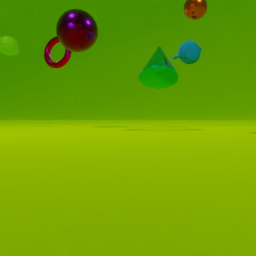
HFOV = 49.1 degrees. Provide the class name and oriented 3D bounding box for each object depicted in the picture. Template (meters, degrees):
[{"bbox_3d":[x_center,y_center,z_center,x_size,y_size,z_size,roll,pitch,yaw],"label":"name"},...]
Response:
[{"bbox_3d":[-2.807,-3.025,11.180,1.344,1.344,0.269,1,-6,25],"label":"ring"},{"bbox_3d":[-4.032,-2.815,9.390,0.697,0.549,1.120,-3,-20,21],"label":"teapot"},{"bbox_3d":[2.286,-2.817,10.500,1.373,0.854,0.672,-22,10,-16],"label":"teapot"},{"bbox_3d":[2.394,-4.279,9.954,0.833,0.833,0.833,0,2,0],"label":"ball"},{"bbox_3d":[1.012,-2.164,9.155,1.276,1.281,1.276,3,-22,1],"label":"cone"},{"bbox_3d":[-1.665,-3.184,9.196,1.357,1.357,1.357,0,2,0],"label":"ball"}]
